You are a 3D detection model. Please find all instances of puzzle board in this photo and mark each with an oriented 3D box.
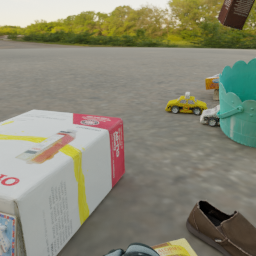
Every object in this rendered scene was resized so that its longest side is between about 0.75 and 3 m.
[{"bbox_3d":[-1.442,1.289,2.776,0.774,1.027,0.089,7,7,19],"label":"puzzle board"}]

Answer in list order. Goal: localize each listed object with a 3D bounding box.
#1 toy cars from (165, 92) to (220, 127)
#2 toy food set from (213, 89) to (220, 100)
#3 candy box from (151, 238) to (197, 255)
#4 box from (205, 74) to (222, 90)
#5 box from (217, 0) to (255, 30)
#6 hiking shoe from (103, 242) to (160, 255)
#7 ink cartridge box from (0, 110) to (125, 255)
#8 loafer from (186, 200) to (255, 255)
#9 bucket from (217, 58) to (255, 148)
[{"bbox_3d":[2.436,-0.652,8.871,1.333,0.658,2.974,-13,23,-32],"label":"toy cars"},{"bbox_3d":[4.669,-1.468,11.486,1.559,0.656,2.173,1,14,41],"label":"toy food set"},{"bbox_3d":[0.385,1.764,2.144,1.078,0.516,1.867,-7,21,-16],"label":"candy box"},{"bbox_3d":[4.233,-2.000,11.500,1.482,0.516,2.489,-2,15,31],"label":"box"},{"bbox_3d":[2.778,-3.274,6.816,0.573,1.530,0.766,15,33,-4],"label":"box"},{"bbox_3d":[-0.485,1.444,1.935,1.741,0.647,0.755,-33,4,1],"label":"hiking shoe"},{"bbox_3d":[-1.476,0.664,4.296,2.038,1.171,2.809,7,20,19],"label":"ink cartridge box"},{"bbox_3d":[1.330,1.319,3.477,1.376,0.489,0.503,17,25,40],"label":"loafer"},{"bbox_3d":[3.259,-0.641,6.877,2.192,1.426,2.192,-5,37,4],"label":"bucket"}]
